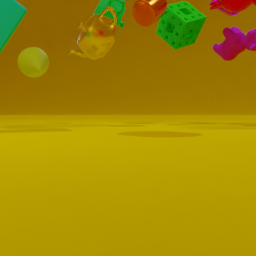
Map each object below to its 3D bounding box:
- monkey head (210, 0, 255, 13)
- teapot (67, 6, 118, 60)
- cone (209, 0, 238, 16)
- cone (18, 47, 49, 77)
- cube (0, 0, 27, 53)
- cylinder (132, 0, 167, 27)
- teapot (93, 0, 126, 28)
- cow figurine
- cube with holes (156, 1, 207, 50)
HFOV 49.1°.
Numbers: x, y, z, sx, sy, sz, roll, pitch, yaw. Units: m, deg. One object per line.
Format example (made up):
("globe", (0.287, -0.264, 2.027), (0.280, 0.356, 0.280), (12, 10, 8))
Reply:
("monkey head", (2.749, -3.297, 7.131), (1.297, 0.781, 0.933), (1, 4, 13))
("teapot", (-0.933, -2.448, 7.493), (0.942, 1.197, 1.925), (28, -46, -27))
("cone", (2.777, -3.771, 8.384), (0.936, 0.932, 0.932), (-21, 11, -24))
("cone", (-3.233, -2.199, 9.921), (1.112, 1.112, 1.117), (-2, 25, -30))
("cube", (-2.737, -2.016, 5.118), (1.144, 1.144, 1.144), (33, -3, -32))
("cylinder", (0.618, -3.367, 7.924), (0.744, 0.744, 0.744), (3, 40, 43))
("teapot", (-0.598, -3.633, 9.240), (1.020, 1.296, 2.084), (31, -20, -14))
("cow figurine", (3.586, -2.626, 8.967), (0.797, 1.429, 1.452), (-18, -28, -33))
("cube with holes", (1.827, -3.578, 9.755), (1.061, 1.061, 1.061), (-26, -28, -30))
